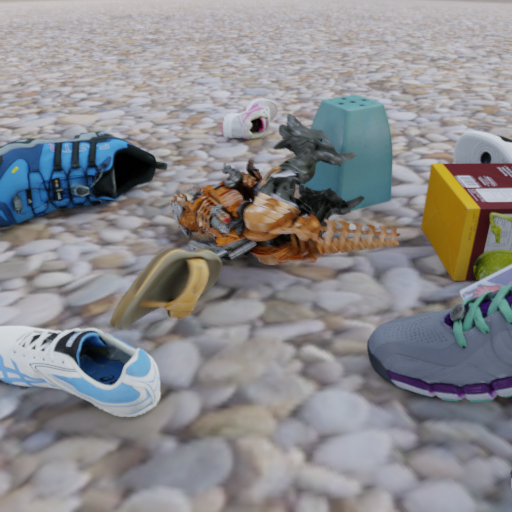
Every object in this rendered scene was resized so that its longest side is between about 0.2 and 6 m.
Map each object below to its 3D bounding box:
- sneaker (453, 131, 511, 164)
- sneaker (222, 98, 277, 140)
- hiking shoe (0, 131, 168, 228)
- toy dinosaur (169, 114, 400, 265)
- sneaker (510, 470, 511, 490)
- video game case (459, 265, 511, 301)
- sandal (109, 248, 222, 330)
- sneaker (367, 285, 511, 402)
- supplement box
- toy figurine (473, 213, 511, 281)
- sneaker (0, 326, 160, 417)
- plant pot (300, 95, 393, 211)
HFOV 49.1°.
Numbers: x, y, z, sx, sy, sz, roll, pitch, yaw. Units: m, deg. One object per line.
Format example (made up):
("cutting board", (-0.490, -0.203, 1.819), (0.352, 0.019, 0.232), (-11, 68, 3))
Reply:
("sneaker", (4.947, -1.267, 9.594), (1.692, 1.105, 3.025), (-10, 39, -24))
("sneaker", (0.024, -3.141, 13.155), (0.790, 0.728, 1.790), (21, 44, 30))
("hiking shoe", (-3.116, -1.368, 9.399), (1.488, 1.277, 3.432), (15, 33, 27))
("toy dinosaur", (0.358, -0.552, 8.143), (3.444, 1.759, 2.337), (30, 55, 19))
("sneaker", (2.851, 1.696, 4.671), (1.057, 0.683, 1.948), (24, 40, 32))
("video game case", (3.092, 0.548, 6.260), (1.253, 0.144, 1.141), (-31, 44, 17))
("sandal", (-0.847, 0.387, 6.486), (0.595, 0.885, 2.203), (35, 16, 15))
("sneaker", (2.646, 0.491, 5.298), (3.383, 1.481, 1.259), (-6, 32, 26))
("supplement box", (3.511, -0.544, 8.121), (1.679, 1.115, 1.656), (0, 30, -1))
("toy figurine", (3.623, 0.460, 6.373), (2.374, 1.252, 1.422), (14, 40, 27))
("sneaker", (-1.965, 1.010, 5.773), (2.193, 0.795, 0.788), (10, 32, 20))
("plant pot", (1.611, -1.848, 9.802), (1.217, 1.722, 1.217), (-15, 33, -25))
